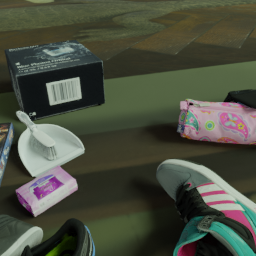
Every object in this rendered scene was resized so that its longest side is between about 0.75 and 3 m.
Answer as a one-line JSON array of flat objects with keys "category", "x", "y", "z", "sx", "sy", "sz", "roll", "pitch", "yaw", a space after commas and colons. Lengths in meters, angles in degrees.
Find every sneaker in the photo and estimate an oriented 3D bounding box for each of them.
[{"category": "sneaker", "x": 1.299, "y": 1.767, "z": 5.399, "sx": 1.779, "sy": 1.232, "sz": 2.946, "roll": -19, "pitch": 38, "yaw": -41}, {"category": "sneaker", "x": -1.622, "y": 2.494, "z": 4.236, "sx": 1.030, "sy": 1.204, "sz": 2.905, "roll": 19, "pitch": 38, "yaw": 28}, {"category": "sneaker", "x": -2.598, "y": 2.340, "z": 4.986, "sx": 0.992, "sy": 0.707, "sz": 2.000, "roll": 17, "pitch": 32, "yaw": 27}]

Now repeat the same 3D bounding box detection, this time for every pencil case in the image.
[{"category": "pencil case", "x": 2.890, "y": -0.189, "z": 8.197, "sx": 2.839, "sy": 1.241, "sz": 1.241, "roll": 6, "pitch": 35, "yaw": 7}]

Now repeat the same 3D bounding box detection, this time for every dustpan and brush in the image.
[{"category": "dustpan and brush", "x": -2.587, "y": 0.220, "z": 8.067, "sx": 1.672, "sy": 0.685, "sz": 2.395, "roll": -27, "pitch": 43, "yaw": -34}]

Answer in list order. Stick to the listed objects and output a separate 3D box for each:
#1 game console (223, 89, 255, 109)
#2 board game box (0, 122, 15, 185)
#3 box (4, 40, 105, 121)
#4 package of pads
[{"category": "game console", "x": 4.132, "y": -0.638, "z": 8.781, "sx": 1.995, "sy": 1.754, "sz": 1.161, "roll": -8, "pitch": 57, "yaw": -14}, {"category": "board game box", "x": -4.112, "y": 0.723, "z": 7.557, "sx": 1.629, "sy": 0.416, "sz": 2.405, "roll": -6, "pitch": 35, "yaw": -9}, {"category": "box", "x": -2.735, "y": -1.909, "z": 10.322, "sx": 2.877, "sy": 1.718, "sz": 2.925, "roll": -16, "pitch": 36, "yaw": -22}, {"category": "package of pads", "x": -1.854, "y": 1.431, "z": 6.477, "sx": 0.732, "sy": 0.460, "sz": 1.215, "roll": 28, "pitch": 43, "yaw": 35}]
